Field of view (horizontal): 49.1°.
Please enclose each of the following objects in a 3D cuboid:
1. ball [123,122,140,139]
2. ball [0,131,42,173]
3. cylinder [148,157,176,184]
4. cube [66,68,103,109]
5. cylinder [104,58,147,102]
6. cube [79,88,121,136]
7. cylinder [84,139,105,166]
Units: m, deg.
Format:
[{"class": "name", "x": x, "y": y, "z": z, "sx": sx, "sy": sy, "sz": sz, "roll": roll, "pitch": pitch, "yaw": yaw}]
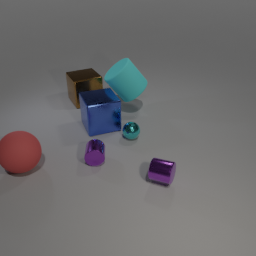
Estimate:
[{"class": "ball", "x": 0.133, "y": 0.097, "z": 11.061, "sx": 0.700, "sy": 0.700, "sz": 0.700, "roll": 0, "pitch": 32, "yaw": 0}, {"class": "ball", "x": -3.587, "y": 0.789, "z": 9.264, "sx": 1.400, "sy": 1.400, "sz": 1.400, "roll": 0, "pitch": 32, "yaw": 0}, {"class": "cylinder", "x": 1.069, "y": 1.329, "z": 8.725, "sx": 0.700, "sy": 0.700, "sz": 0.700, "roll": 11, "pitch": 33, "yaw": 22}, {"class": "cube", "x": -2.121, "y": -1.976, "z": 13.748, "sx": 1.400, "sy": 1.400, "sz": 1.400, "roll": -15, "pitch": 35, "yaw": -23}, {"class": "cylinder", "x": -0.092, "y": -2.113, "z": 12.400, "sx": 1.400, "sy": 1.400, "sz": 1.400, "roll": -33, "pitch": 29, "yaw": 21}, {"class": "cube", "x": -1.157, "y": -0.693, "z": 11.673, "sx": 1.400, "sy": 1.400, "sz": 1.400, "roll": -11, "pitch": 34, "yaw": -18}, {"class": "cylinder", "x": -1.154, "y": 0.863, "z": 9.823, "sx": 0.700, "sy": 0.700, "sz": 0.700, "roll": -1, "pitch": 32, "yaw": -2}]
